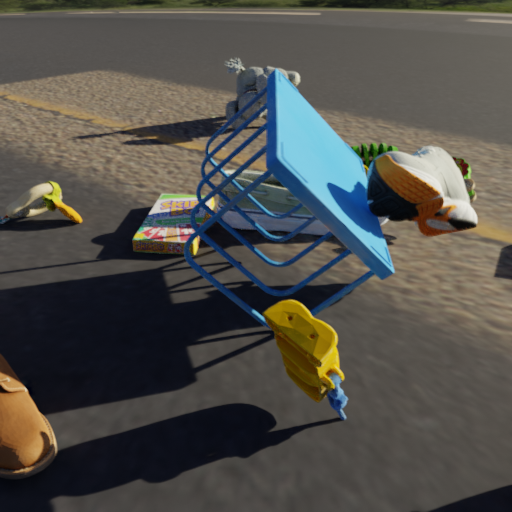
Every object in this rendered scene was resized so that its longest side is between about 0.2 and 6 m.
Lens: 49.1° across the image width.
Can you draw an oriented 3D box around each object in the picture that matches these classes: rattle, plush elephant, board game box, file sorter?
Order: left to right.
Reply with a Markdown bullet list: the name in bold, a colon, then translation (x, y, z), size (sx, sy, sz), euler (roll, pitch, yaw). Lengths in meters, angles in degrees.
- **rattle**: translation (-3.718, -0.615, 9.372), size (1.247, 0.891, 0.812), euler (-34, 9, -23)
- **board game box**: translation (-1.300, -0.598, 9.285), size (0.952, 0.299, 1.992), euler (3, 26, 4)
- **plush elephant**: translation (0.054, -4.011, 14.344), size (2.012, 1.558, 1.657), euler (18, -32, -40)
- **file sorter**: translation (0.304, -0.739, 7.183), size (1.690, 1.911, 2.754), euler (-36, 27, 25)

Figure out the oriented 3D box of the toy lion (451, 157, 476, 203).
- **toy lion**: translation (3.027, -1.178, 9.168), size (1.059, 0.364, 1.015), euler (-25, 44, 8)

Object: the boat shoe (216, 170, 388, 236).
- **boat shoe**: translation (0.776, -0.927, 9.190), size (2.878, 0.893, 1.036), euler (-1, 29, -1)

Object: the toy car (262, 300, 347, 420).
- **toy car**: translation (2.296, 1.101, 4.990), size (4.149, 1.381, 2.035), euler (21, 55, 30)

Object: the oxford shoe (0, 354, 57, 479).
- **oxford shoe**: translation (-2.534, 1.343, 5.313), size (0.702, 0.701, 1.968), euler (-23, 38, -37)

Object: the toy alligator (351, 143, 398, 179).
- **toy alligator**: translation (1.908, -1.884, 11.132), size (2.571, 0.698, 0.762), euler (-1, 29, -2)

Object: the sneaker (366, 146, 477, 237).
- **sneaker**: translation (2.032, -0.984, 7.095), size (0.881, 1.070, 2.326), euler (-15, -20, 34)
